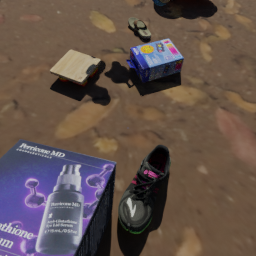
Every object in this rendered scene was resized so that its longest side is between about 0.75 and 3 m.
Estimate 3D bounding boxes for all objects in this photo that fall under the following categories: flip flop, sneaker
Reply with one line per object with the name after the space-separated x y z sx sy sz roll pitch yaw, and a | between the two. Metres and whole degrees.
0.413 -3.444 9.494 0.478 0.339 1.178 -22 56 -15 | flip flop
0.346 1.148 5.755 0.770 0.841 2.008 17 55 12 | sneaker

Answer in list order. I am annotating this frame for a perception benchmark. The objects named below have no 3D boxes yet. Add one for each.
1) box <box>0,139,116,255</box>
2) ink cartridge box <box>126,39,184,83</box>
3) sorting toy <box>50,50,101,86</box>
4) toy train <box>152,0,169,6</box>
-1.525 1.640 4.518 2.025 1.428 2.737 12 34 8 | box
0.713 -1.973 8.265 1.520 0.580 1.037 -19 55 -11 | ink cartridge box
-1.501 -1.698 8.170 1.065 0.373 1.071 22 56 16 | sorting toy
0.586 -2.541 3.932 0.604 0.826 1.428 -11 93 -32 | toy train
